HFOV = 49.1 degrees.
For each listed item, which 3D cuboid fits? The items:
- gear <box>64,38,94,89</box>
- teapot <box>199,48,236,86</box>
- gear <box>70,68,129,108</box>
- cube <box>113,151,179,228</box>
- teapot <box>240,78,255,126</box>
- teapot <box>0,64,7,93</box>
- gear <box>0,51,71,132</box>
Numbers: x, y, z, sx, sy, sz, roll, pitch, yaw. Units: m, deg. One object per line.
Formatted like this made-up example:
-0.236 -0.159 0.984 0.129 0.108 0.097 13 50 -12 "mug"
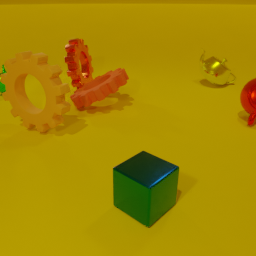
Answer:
-1.699 -2.233 9.985 0.334 1.807 1.807 -5 25 13 "gear"
3.351 -2.280 10.695 1.947 0.953 1.211 31 28 -16 "teapot"
-0.903 -1.284 8.851 1.900 0.351 1.900 -24 22 10 "gear"
0.290 0.975 4.662 0.787 0.787 0.787 22 33 37 "cube"
3.639 -0.889 7.497 1.111 1.787 0.875 25 10 13 "teapot"
-4.347 -1.648 9.751 0.716 1.152 0.564 -12 55 -39 "teapot"
-2.324 -0.885 6.982 1.950 1.950 0.361 12 26 24 "gear"
